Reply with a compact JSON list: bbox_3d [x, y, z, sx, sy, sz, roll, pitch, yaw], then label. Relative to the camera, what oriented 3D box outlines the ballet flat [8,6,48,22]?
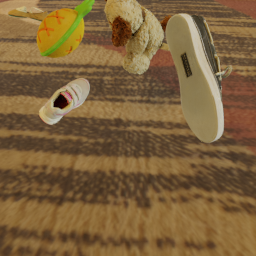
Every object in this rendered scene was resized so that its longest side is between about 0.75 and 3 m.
[{"bbox_3d":[-2.728,-3.166,7.692,1.068,0.337,0.367,5,28,-17],"label":"ballet flat"}]

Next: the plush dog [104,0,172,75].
[{"bbox_3d":[0.123,-2.712,7.293,1.661,1.778,2.070,-30,59,28],"label":"plush dog"}]

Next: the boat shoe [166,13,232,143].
[{"bbox_3d":[1.280,-0.864,4.753,0.741,0.801,2.170,-13,82,-29],"label":"boat shoe"}]

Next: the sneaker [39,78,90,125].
[{"bbox_3d":[-0.801,-0.402,3.807,0.349,0.379,0.858,45,59,-10],"label":"sneaker"}]

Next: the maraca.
[{"bbox_3d":[-1.184,-1.927,5.369,1.428,0.764,0.979,-48,37,-1],"label":"maraca"}]
